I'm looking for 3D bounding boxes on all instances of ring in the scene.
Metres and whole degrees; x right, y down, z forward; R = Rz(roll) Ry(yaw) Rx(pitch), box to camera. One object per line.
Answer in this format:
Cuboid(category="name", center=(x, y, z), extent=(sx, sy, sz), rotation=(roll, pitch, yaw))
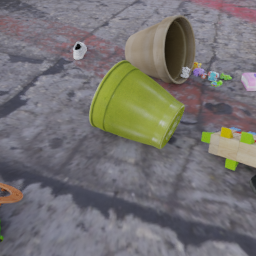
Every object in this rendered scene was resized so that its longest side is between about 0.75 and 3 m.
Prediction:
Cuboid(category="ring", center=(-3.030, 1.368, 6.008), extent=(1.500, 0.144, 1.500), rotation=(17, -3, 1))

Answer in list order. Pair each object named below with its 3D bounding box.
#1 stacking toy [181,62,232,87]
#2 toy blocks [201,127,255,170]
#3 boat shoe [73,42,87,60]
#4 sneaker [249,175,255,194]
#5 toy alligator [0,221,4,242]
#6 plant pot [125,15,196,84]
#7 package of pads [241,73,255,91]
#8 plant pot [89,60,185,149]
Cuboid(category="stacking toy", center=(3.001, -2.082, 10.741), extent=(1.688, 0.397, 1.273), rotation=(24, 33, 27))
Cuboid(category="toy blocks", center=(3.140, 0.473, 7.251), extent=(1.376, 1.006, 2.013), rotation=(-12, 22, -44))
Cuboid(category="boat shoe", center=(-2.244, -3.661, 12.837), extent=(0.542, 0.516, 1.506), rotation=(4, 38, 5))
Cuboid(category="sneaker", center=(4.089, 1.024, 6.327), extent=(2.555, 1.119, 0.968), rotation=(-2, 38, -3))
Cuboid(category="toy alligator", center=(-2.777, 2.031, 5.430), extent=(0.721, 0.788, 2.657), rotation=(22, 15, -48))
Cuboid(category="plant pot", center=(1.110, -2.915, 10.728), extent=(2.107, 2.429, 2.429), rotation=(8, 36, 37))
Cuboid(category="package of pads", center=(4.927, -1.708, 10.369), extent=(1.252, 0.474, 0.754), rotation=(1, 41, 1))
Cuboid(category="plant pot", center=(0.371, -0.468, 7.760), extent=(2.032, 2.110, 2.110), rotation=(30, 46, 16))
